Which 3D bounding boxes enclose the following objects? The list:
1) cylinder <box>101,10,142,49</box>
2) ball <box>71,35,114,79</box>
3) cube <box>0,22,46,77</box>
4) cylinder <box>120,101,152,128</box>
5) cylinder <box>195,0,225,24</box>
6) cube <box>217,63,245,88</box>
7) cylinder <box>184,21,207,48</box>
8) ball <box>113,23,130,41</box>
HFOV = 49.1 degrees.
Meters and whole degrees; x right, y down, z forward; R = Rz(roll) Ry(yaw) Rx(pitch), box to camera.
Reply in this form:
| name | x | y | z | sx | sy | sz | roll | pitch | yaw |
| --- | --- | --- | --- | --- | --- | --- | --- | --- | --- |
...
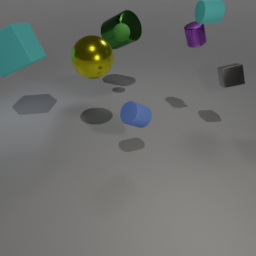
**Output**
| name | x | y | z | sx | sy | sz | roll | pitch | yaw |
| --- | --- | --- | --- | --- | --- | --- | --- | --- | --- |
| cylinder | -0.315 | -4.534 | 13.025 | 1.400 | 1.400 | 1.400 | -6 | 18 | 46 |
| ball | -1.163 | -2.320 | 9.218 | 1.400 | 1.400 | 1.400 | 0 | 30 | 0 |
| cube | -4.157 | -2.898 | 10.316 | 1.400 | 1.400 | 1.400 | -21 | 19 | 14 |
| cylinder | 0.243 | -0.402 | 8.490 | 0.700 | 0.700 | 0.700 | 30 | 10 | 41 |
| cylinder | 2.607 | -3.723 | 8.951 | 0.700 | 0.700 | 0.700 | -7 | 31 | -14 |
| cube | 3.636 | -1.860 | 9.909 | 0.700 | 0.700 | 0.700 | -12 | 15 | 7 |
| cylinder | 2.428 | -3.376 | 10.087 | 0.700 | 0.700 | 0.700 | -15 | 35 | 11 |
| ball | -0.264 | -3.924 | 11.498 | 0.700 | 0.700 | 0.700 | 0 | 30 | 0 |
